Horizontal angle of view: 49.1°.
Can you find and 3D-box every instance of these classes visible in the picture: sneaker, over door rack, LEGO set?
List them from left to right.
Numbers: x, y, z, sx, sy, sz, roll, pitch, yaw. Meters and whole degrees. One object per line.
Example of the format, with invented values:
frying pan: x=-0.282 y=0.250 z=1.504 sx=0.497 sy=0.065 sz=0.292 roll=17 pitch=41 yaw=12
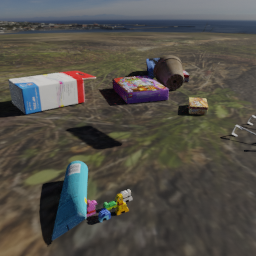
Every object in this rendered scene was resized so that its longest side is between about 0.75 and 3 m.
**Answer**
LEGO set: x=-0.274 y=1.315 z=4.932 sx=0.956 sy=0.392 sz=0.365 roll=-13 pitch=27 yaw=-29
sneaker: x=1.608 y=-3.343 z=15.135 sx=1.118 sy=1.006 sz=2.869 roll=-4 pitch=21 yaw=9
over door rack: x=3.999 y=0.011 z=7.783 sx=1.757 sy=0.585 sz=1.298 roll=21 pitch=30 yaw=40

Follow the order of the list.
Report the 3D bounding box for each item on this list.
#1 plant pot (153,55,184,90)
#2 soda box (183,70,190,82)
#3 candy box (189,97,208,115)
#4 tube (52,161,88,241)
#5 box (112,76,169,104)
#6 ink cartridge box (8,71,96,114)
plant pot: x=1.968 y=-2.405 z=12.733 sx=1.410 sy=1.410 sz=1.224 roll=-4 pitch=39 yaw=-10
soda box: x=2.792 y=-2.676 z=14.353 sx=0.432 sy=0.391 sz=1.233 roll=-2 pitch=24 yaw=-4
candy box: x=2.501 y=-0.798 z=10.029 sx=0.628 sy=0.301 sz=1.088 roll=4 pitch=23 yaw=10
tube: x=-0.991 y=1.211 z=5.094 sx=0.675 sy=0.439 sz=1.742 roll=-40 pitch=21 yaw=12
box: x=0.439 y=-1.680 z=11.853 sx=1.706 sy=0.488 sz=2.494 roll=-7 pitch=24 yaw=-15
ink cartridge box: x=-2.818 y=-1.461 z=10.725 sx=2.887 sy=0.971 sz=1.677 roll=-16 pitch=28 yaw=-33
